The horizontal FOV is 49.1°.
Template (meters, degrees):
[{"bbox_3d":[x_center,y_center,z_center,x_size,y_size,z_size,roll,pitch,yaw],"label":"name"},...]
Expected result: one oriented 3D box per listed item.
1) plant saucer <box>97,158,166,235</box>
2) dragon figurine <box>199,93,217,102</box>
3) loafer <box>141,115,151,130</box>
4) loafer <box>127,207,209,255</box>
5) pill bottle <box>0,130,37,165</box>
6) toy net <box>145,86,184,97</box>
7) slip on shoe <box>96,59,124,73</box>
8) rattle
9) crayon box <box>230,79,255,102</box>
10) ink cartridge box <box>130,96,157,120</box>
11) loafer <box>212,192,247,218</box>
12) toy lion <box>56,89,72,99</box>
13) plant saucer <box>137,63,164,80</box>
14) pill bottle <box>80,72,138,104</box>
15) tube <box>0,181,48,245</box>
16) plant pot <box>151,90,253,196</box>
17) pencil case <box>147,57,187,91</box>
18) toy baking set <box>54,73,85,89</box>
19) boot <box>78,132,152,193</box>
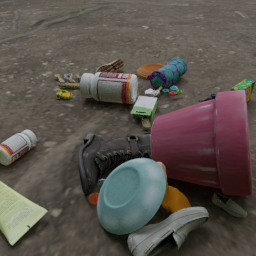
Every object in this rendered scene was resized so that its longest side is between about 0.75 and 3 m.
[{"bbox_3d":[-0.065,1.549,6.993,2.089,0.402,2.089,-27,38,23],"label":"plant saucer"},{"bbox_3d":[3.815,-1.333,12.474,1.281,0.637,0.377,15,35,22],"label":"dragon figurine"},{"bbox_3d":[0.689,-0.216,11.076,0.326,0.290,0.859,-7,34,-10],"label":"loafer"},{"bbox_3d":[1.040,2.505,6.570,2.120,0.741,0.740,-20,42,-15],"label":"loafer"},{"bbox_3d":[-3.751,0.619,9.409,0.713,0.713,1.301,16,36,23],"label":"pill bottle"},{"bbox_3d":[1.675,-1.629,13.247,1.774,0.343,0.931,-11,37,-13],"label":"toy net"},{"bbox_3d":[-1.042,-3.242,15.520,1.889,0.718,0.572,-38,7,-32],"label":"slip on shoe"},{"bbox_3d":[0.297,1.931,7.717,2.258,1.613,1.470,-30,48,23],"label":"rattle"},{"bbox_3d":[5.041,-1.512,12.502,0.445,0.907,1.528,28,43,36],"label":"crayon box"},{"bbox_3d":[0.683,-0.767,11.752,0.824,0.470,1.587,8,34,13],"label":"ink cartridge box"},{"bbox_3d":[2.722,2.062,7.535,0.965,0.337,0.338,24,40,32],"label":"loafer"},{"bbox_3d":[-3.015,-1.588,13.265,0.752,0.270,0.785,0,32,-13],"label":"toy lion"},{"bbox_3d":[1.441,-3.178,15.573,1.893,0.354,1.893,0,34,0],"label":"plant saucer"},{"bbox_3d":[-0.842,-1.831,12.621,2.399,1.314,1.314,6,34,11],"label":"pill bottle"},{"bbox_3d":[-3.520,1.924,7.521,2.857,0.829,0.742,24,1,28],"label":"tube"},{"bbox_3d":[2.133,0.467,8.079,2.549,2.848,2.848,-4,30,24],"label":"plant pot"},{"bbox_3d":[2.069,-2.794,14.362,1.117,1.028,2.417,32,43,19],"label":"pencil case"},{"bbox_3d":[-2.848,-2.460,14.602,2.267,0.264,1.740,2,30,2],"label":"toy baking set"},{"bbox_3d":[-0.199,0.873,8.769,2.496,0.992,2.866,-1,31,0],"label":"boot"}]
